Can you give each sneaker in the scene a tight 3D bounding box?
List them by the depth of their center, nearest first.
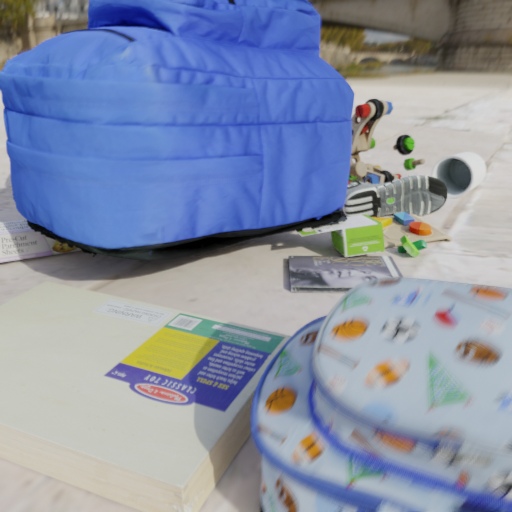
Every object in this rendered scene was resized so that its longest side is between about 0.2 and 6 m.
[{"bbox_3d":[2.838,-1.398,12.300,2.431,0.912,1.404,-7,20,-15],"label":"sneaker"}]

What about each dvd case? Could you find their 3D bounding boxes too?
[{"bbox_3d":[1.416,0.272,8.986,1.773,0.142,1.318,1,20,1],"label":"dvd case"}]

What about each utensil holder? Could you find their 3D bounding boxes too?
[{"bbox_3d":[4.976,-2.011,13.717,1.016,1.016,1.196,15,23,33],"label":"utensil holder"}]

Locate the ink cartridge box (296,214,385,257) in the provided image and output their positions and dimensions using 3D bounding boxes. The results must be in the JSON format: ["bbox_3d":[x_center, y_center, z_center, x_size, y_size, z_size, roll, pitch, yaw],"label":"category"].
[{"bbox_3d":[1.418,-0.314,9.812,1.383,0.524,1.022,-10,13,-3],"label":"ink cartridge box"}]

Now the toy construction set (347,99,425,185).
[{"bbox_3d":[2.365,-2.489,14.340,2.815,2.347,2.163,-42,22,-29],"label":"toy construction set"}]

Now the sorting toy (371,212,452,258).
[{"bbox_3d":[2.870,-0.448,10.614,1.545,0.308,2.090,-4,21,-11],"label":"sorting toy"}]

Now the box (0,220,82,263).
[{"bbox_3d":[-3.460,-0.379,9.918,2.738,0.567,0.530,-10,30,-32],"label":"box"}]

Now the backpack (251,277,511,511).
[{"bbox_3d":[1.164,1.298,4.168,2.388,1.931,2.507,-1,21,26],"label":"backpack"}]

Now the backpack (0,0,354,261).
[{"bbox_3d":[-1.452,-2.249,9.026,4.961,4.163,4.031,-19,23,-38],"label":"backpack"}]

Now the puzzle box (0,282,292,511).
[{"bbox_3d":[-1.698,1.245,5.944,3.683,0.468,2.450,10,24,23],"label":"puzzle box"}]
